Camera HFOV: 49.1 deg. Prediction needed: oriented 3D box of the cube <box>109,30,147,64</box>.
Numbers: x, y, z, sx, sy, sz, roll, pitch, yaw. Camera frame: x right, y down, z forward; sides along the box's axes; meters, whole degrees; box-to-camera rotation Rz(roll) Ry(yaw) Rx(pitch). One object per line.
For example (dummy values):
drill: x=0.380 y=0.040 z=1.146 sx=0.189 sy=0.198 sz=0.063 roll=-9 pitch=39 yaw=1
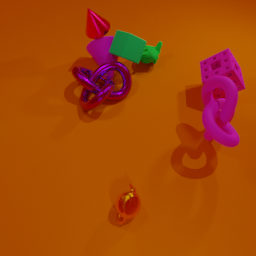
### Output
cube: x=-0.009 y=-2.836 z=9.803 sx=0.823 sy=0.823 sz=0.823 roll=10 pitch=17 yaw=-43

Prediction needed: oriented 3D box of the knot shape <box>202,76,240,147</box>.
knot shape: x=2.626 y=-0.306 z=8.028 sx=0.939 sy=1.902 sz=2.033 roll=-3 pitch=69 yaw=16

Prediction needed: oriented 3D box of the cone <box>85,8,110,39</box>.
cone: x=-1.201 y=-3.746 z=9.617 sx=0.944 sy=0.948 sz=0.944 roll=-7 pitch=63 yaw=14

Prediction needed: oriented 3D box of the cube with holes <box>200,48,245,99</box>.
cube with holes: x=3.126 y=-1.762 z=9.317 sx=1.019 sy=1.019 sz=1.019 roll=-22 pitch=46 yaw=33

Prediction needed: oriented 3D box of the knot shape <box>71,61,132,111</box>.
knot shape: x=-1.072 y=-1.576 z=9.552 sx=1.953 sy=0.965 sz=2.088 roll=36 pitch=60 yaw=24

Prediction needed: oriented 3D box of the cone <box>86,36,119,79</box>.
cone: x=-0.738 y=-2.429 z=10.399 sx=1.375 sy=1.375 sz=1.380 roll=-11 pitch=80 yaw=-8

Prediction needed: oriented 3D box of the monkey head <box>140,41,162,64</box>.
monkey head: x=0.809 y=-2.887 z=10.512 sx=0.804 sy=0.960 sz=1.335 roll=22 pitch=13 yaw=-4

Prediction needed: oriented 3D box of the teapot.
teapot: x=-0.021 y=1.908 z=7.162 sx=0.552 sy=0.701 sz=1.127 roll=2 pitch=68 yaw=55
